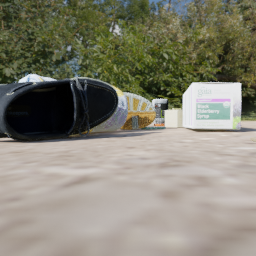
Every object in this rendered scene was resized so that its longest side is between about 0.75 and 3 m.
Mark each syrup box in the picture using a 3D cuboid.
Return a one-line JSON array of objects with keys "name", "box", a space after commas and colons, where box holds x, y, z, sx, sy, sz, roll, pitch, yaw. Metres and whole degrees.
[{"name": "syrup box", "box": [2.236, -0.536, 7.954, 1.132, 1.171, 2.876, 0, 2, 6]}]

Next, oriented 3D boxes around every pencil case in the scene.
[{"name": "pencil case", "box": [-1.103, -0.466, 6.095, 1.080, 1.179, 2.599, 5, 5, 37]}]

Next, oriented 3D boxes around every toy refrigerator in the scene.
[{"name": "toy refrigerator", "box": [2.426, -0.383, 10.529, 2.012, 0.704, 0.764, -2, 3, -27]}]

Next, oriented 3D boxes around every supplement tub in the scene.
[{"name": "supplement tub", "box": [1.393, -0.656, 12.092, 0.704, 1.148, 0.704, 0, 1, 0]}]

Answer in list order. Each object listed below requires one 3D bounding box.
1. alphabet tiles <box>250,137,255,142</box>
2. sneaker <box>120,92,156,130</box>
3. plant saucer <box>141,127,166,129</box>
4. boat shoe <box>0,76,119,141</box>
[{"name": "alphabet tiles", "box": [2.717, 0.174, 3.465, 2.021, 0.064, 1.681, 0, 2, 8]}, {"name": "sneaker", "box": [-0.574, -0.504, 8.639, 2.878, 1.088, 1.261, 1, 2, 6]}, {"name": "plant saucer", "box": [0.782, -0.001, 8.614, 0.835, 0.079, 0.292, -2, 3, -37]}, {"name": "boat shoe", "box": [-1.027, -0.313, 4.588, 0.885, 1.061, 2.845, 8, 11, 37]}]
